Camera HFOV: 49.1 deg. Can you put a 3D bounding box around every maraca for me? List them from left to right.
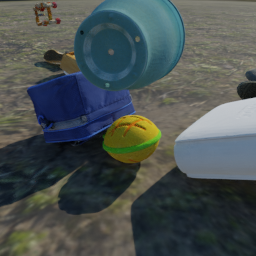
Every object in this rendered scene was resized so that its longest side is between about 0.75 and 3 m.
[{"bbox_3d":[0.030,0.195,6.392,1.306,1.019,1.904,-13,15,-10],"label":"maraca"}]

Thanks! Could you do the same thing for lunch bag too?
[{"bbox_3d":[-1.084,-0.542,6.898,1.708,1.664,2.514,-5,19,42],"label":"lunch bag"}]

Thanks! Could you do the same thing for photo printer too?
[{"bbox_3d":[2.716,0.071,5.372,2.472,1.032,2.972,-30,14,-39],"label":"photo printer"}]

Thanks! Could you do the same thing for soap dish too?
[{"bbox_3d":[-1.528,-2.497,11.182,1.769,0.913,2.248,-17,33,-27],"label":"soap dish"}]

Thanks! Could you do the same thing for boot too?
[{"bbox_3d":[4.483,-1.566,9.648,2.019,0.806,2.220,13,36,-5],"label":"boot"}]

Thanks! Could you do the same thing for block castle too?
[{"bbox_3d":[-2.967,-4.194,10.343,0.544,0.775,1.160,-26,27,-38],"label":"block castle"}]

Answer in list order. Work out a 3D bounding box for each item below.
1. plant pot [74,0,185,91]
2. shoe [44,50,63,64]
[{"bbox_3d":[-0.018,-1.293,4.320,1.598,1.598,1.501,9,26,16],"label":"plant pot"},{"bbox_3d":[-3.206,-3.178,12.912,1.853,0.495,0.648,20,78,35],"label":"shoe"}]
